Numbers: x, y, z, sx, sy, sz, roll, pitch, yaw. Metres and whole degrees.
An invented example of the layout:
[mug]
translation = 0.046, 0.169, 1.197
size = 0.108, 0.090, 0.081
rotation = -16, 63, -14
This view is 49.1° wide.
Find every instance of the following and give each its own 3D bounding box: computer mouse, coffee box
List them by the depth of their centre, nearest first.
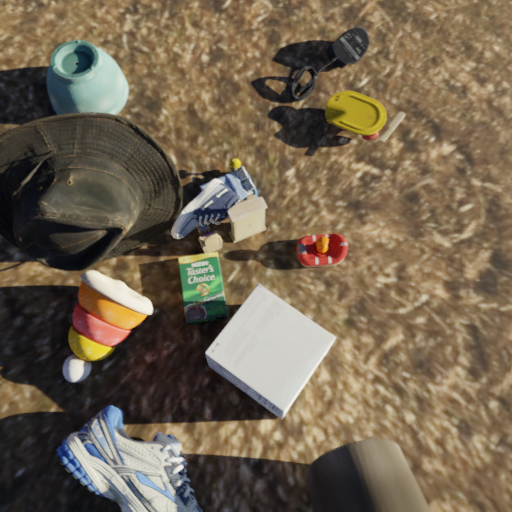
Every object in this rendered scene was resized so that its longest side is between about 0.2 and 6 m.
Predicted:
[coffee box]
translation = -1.066, 0.630, 11.094
size = 0.839, 0.300, 1.364
rotation = -8, 68, -3
[computer mouse]
translation = 1.703, -4.483, 13.180
size = 2.523, 0.429, 0.740
rotation = -41, 98, -10

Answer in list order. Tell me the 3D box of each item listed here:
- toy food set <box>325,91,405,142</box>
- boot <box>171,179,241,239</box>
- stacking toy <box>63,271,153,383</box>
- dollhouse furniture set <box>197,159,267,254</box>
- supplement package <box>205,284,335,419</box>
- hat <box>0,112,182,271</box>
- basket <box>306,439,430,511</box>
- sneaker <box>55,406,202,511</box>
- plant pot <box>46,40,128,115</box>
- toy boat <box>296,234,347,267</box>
[toy food set]
translation = 2.327, -2.998, 12.460
size = 1.651, 0.539, 0.971
rotation = 27, 74, 14
[boot]
translation = -1.005, -0.824, 11.301
size = 0.684, 0.551, 1.514
rotation = 36, 81, 16
[stacking toy]
translation = -2.999, 1.420, 10.383
size = 1.478, 1.478, 2.023
rotation = 29, 86, 11
[dollhouse furniture set]
translation = -0.699, -1.188, 11.420
size = 1.555, 1.075, 1.647
rotation = -23, 69, -9
[supplement package]
translation = 0.247, 1.750, 10.130
size = 1.677, 1.233, 1.603
rotation = 34, 72, 13
[hat]
translation = -3.136, -0.722, 9.899
size = 3.698, 3.698, 1.492
rotation = -8, 43, -3
[basket]
translation = 1.874, 4.457, 8.347
size = 1.965, 2.606, 2.890
rotation = -2, 45, -13
[sneaker]
translation = -1.623, 3.766, 9.307
size = 3.492, 1.345, 1.487
rotation = 34, 68, 12
[plant pot]
translation = -3.872, -3.987, 12.493
size = 1.793, 1.201, 1.793
rotation = 0, 68, 0
[toy boat]
translation = 1.330, -0.177, 11.227
size = 1.016, 0.664, 0.663
rotation = -5, 68, -2
